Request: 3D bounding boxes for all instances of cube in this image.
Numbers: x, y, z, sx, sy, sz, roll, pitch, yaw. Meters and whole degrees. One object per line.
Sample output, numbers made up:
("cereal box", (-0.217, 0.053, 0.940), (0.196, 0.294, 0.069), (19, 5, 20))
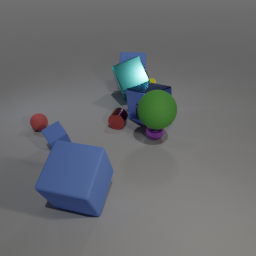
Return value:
("cube", (-1.325, 1.336, 7.404), (1.400, 1.400, 1.400), (8, 58, 14))
("cube", (0.157, -2.387, 13.659), (1.400, 1.400, 1.400), (-22, -11, -2))
("cube", (0.252, -3.172, 15.435), (1.400, 1.400, 1.400), (3, 60, 2))
("cube", (0.913, -1.058, 11.994), (1.400, 1.400, 1.400), (-19, 25, -30))
("cube", (-2.557, 0.324, 10.047), (0.700, 0.700, 0.700), (-33, 60, -15))

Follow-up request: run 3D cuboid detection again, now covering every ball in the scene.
("ball", (1.030, -0.649, 9.911), (1.400, 1.400, 1.400), (0, 29, 0))
("ball", (-3.637, -0.252, 11.443), (0.700, 0.700, 0.700), (0, 29, 0))
("ball", (1.042, 0.119, 10.825), (0.700, 0.700, 0.700), (0, 29, 0))

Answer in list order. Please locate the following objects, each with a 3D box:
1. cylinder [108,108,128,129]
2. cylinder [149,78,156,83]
("cylinder", (-0.413, -0.400, 11.736), (0.700, 0.700, 0.700), (6, 30, 11))
("cylinder", (1.059, -2.231, 14.840), (0.700, 0.700, 0.700), (-16, 33, -19))
